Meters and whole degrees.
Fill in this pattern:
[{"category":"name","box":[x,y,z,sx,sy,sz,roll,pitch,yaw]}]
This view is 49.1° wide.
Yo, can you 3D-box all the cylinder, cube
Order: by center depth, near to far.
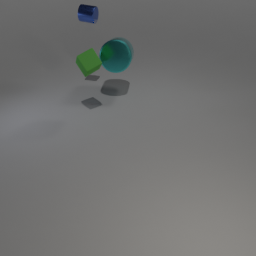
[{"category":"cube","box":[-1.506,-2.498,10.713,0.700,0.700,0.700,-34,3,-16]},{"category":"cylinder","box":[-1.702,-4.888,11.999,0.700,0.700,0.700,13,34,10]},{"category":"cylinder","box":[-0.482,-3.295,12.556,1.400,1.400,1.400,3,23,4]}]
